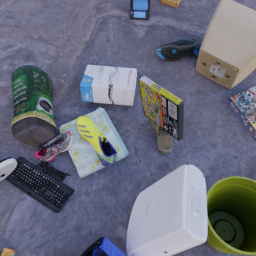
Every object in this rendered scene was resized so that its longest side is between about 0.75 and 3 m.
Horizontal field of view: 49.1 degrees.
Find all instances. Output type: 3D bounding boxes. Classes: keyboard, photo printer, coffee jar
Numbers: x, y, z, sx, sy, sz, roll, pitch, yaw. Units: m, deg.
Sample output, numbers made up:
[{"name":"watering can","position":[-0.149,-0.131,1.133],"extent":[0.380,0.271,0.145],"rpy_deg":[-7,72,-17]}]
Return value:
[{"name":"keyboard","position":[-3.092,1.752,9.796],"extent":[2.558,0.507,1.331],"rpy_deg":[28,65,13]},{"name":"photo printer","position":[0.980,2.500,7.948],"extent":[0.928,2.671,2.222],"rpy_deg":[35,40,-16]},{"name":"coffee jar","position":[-3.551,-0.787,10.534],"extent":[1.265,1.546,2.964],"rpy_deg":[-23,60,19]}]

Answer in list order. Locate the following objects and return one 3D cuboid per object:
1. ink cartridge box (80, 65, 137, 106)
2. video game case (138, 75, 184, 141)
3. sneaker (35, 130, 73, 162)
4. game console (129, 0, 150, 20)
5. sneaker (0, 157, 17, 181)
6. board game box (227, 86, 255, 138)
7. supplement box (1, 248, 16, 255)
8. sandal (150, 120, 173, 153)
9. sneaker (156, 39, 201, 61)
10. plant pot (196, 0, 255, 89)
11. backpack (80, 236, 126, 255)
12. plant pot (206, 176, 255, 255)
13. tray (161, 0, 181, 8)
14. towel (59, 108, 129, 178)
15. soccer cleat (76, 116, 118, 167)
[{"name":"ink cartridge box","position":[-0.727,-1.731,11.235],"extent":[2.069,0.871,1.496],"rpy_deg":[5,44,3]},{"name":"video game case","position":[1.140,-0.647,9.500],"extent":[0.253,1.984,1.793],"rpy_deg":[-40,57,-18]},{"name":"sneaker","position":[-2.605,0.666,9.990],"extent":[1.539,0.575,0.621],"rpy_deg":[-41,63,10]},{"name":"game console","position":[0.587,-5.862,13.821],"extent":[1.003,0.593,0.856],"rpy_deg":[2,61,2]},{"name":"sneaker","position":[-5.102,1.447,9.668],"extent":[2.285,0.835,1.278],"rpy_deg":[-37,67,-9]},{"name":"board game box","position":[5.200,-0.589,11.110],"extent":[1.458,0.372,2.152],"rpy_deg":[-23,65,-12]},{"name":"supplement box","position":[-3.806,4.211,8.565],"extent":[0.324,0.335,0.975],"rpy_deg":[12,60,4]},{"name":"sandal","position":[1.329,0.050,10.663],"extent":[0.759,0.510,1.889],"rpy_deg":[-4,58,-6]},{"name":"sneaker","position":[2.248,-3.555,12.604],"extent":[2.083,0.763,0.853],"rpy_deg":[-6,45,-9]},{"name":"plant pot","position":[4.158,-3.176,11.454],"extent":[2.538,2.535,2.247],"rpy_deg":[34,78,17]},{"name":"backpack","position":[-0.851,4.509,7.423],"extent":[2.139,2.071,2.549],"rpy_deg":[37,67,15]},{"name":"plant pot","position":[3.121,2.819,8.299],"extent":[2.098,2.020,2.098],"rpy_deg":[-1,56,1]},{"name":"tray","position":[2.462,-7.056,14.616],"extent":[0.891,0.334,1.806],"rpy_deg":[23,63,12]},{"name":"towel","position":[-1.312,0.480,10.465],"extent":[1.950,0.549,2.279],"rpy_deg":[-26,65,-10]},{"name":"soccer cleat","position":[-1.032,0.320,9.645],"extent":[0.706,0.914,2.184],"rpy_deg":[-23,66,-32]}]
